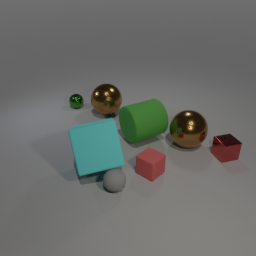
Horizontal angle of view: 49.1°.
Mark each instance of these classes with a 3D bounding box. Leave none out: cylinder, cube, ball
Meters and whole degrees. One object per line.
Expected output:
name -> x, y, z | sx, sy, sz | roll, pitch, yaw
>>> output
cylinder -> 0.573, -0.287, 10.610 | 1.400, 1.400, 1.400 | -17, 34, -24
cube -> -0.977, 0.535, 8.836 | 1.400, 1.400, 1.400 | -13, 6, -5
ball -> -2.472, -1.293, 13.422 | 0.700, 0.700, 0.700 | 0, 30, 0
ball -> 2.231, 0.035, 10.332 | 1.400, 1.400, 1.400 | 0, 30, 0
ball -> -0.958, -1.284, 12.525 | 1.400, 1.400, 1.400 | 0, 30, 0
cube -> 0.737, 1.168, 9.100 | 0.700, 0.700, 0.700 | 24, 38, 36
ball -> -0.403, 1.560, 8.423 | 0.700, 0.700, 0.700 | 0, 30, 0
cube -> 3.470, 0.705, 9.912 | 0.700, 0.700, 0.700 | -9, 31, -15
